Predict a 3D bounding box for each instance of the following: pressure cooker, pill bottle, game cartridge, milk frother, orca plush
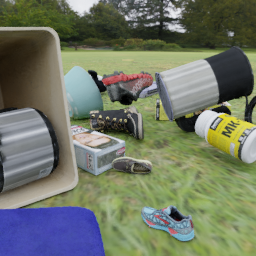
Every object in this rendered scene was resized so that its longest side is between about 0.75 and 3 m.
[{"bbox_3d":[-2.146,0.397,4.816,1.549,1.362,1.383,-18,26,-41],"label":"pressure cooker"},{"bbox_3d":[2.191,0.136,6.095,0.779,0.779,1.363,-13,29,-35],"label":"pill bottle"},{"bbox_3d":[0.723,-1.966,13.738,1.670,0.495,2.576,17,24,31],"label":"game cartridge"},{"bbox_3d":[2.131,-0.674,7.094,2.209,2.119,2.348,-19,20,0],"label":"milk frother"},{"bbox_3d":[-1.963,-1.860,12.503,2.693,1.417,0.957,12,47,-40],"label":"orca plush"}]

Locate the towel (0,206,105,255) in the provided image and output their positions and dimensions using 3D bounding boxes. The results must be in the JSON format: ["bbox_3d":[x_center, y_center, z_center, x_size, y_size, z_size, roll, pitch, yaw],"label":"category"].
[{"bbox_3d":[-0.994,1.622,2.939,1.573,0.528,2.130,3,17,-13],"label":"towel"}]

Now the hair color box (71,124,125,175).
[{"bbox_3d":[-0.993,0.427,6.349,1.771,0.537,0.877,17,24,39],"label":"hair color box"}]

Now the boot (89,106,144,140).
[{"bbox_3d":[-0.338,-0.124,7.796,1.416,0.688,1.881,-6,24,-7],"label":"boot"}]

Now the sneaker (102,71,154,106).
[{"bbox_3d":[0.090,-1.247,8.851,0.755,1.043,2.135,-8,4,41],"label":"sneaker"}]

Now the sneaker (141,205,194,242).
[{"bbox_3d":[0.574,1.262,4.049,0.855,0.408,0.339,13,22,34],"label":"sneaker"}]

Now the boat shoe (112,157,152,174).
[{"bbox_3d":[0.081,0.772,5.688,0.835,0.306,0.271,1,13,1],"label":"boat shoe"}]

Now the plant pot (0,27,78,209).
[{"bbox_3d":[-2.851,-0.127,5.016,2.789,2.792,2.472,-14,13,-35],"label":"plant pot"}]

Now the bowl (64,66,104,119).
[{"bbox_3d":[-1.710,-1.019,9.213,0.945,1.807,1.807,-32,32,-25],"label":"bowl"}]

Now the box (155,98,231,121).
[{"bbox_3d":[2.111,-0.616,9.392,2.391,0.599,0.900,1,18,4],"label":"box"}]
